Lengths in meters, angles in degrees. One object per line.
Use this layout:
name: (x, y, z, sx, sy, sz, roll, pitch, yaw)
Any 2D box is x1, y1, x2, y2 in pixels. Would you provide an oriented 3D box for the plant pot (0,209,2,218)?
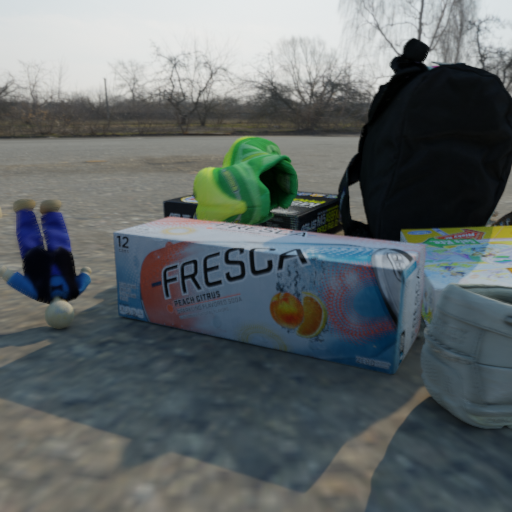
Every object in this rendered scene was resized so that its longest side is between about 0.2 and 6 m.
plant pot: (-5.860, -1.186, 11.176, 1.367, 0.918, 1.367, 1, 15, 0)

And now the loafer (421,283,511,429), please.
loafer: (2.685, 0.542, 4.198, 3.009, 1.050, 1.052, -5, 17, -17)

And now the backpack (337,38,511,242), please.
backpack: (2.728, -1.589, 9.058, 2.315, 3.052, 3.658, 17, 18, 2)

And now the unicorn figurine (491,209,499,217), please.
unicorn figurine: (4.480, -1.005, 11.527, 0.914, 0.492, 1.331, 6, 27, -17)

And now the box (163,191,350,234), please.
box: (0.045, -0.771, 10.141, 2.703, 0.598, 2.165, 9, 17, 31)

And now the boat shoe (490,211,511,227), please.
boat shoe: (3.601, -0.310, 7.693, 0.644, 0.643, 1.780, -27, -16, -6)

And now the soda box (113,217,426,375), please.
soda box: (0.052, 0.259, 5.530, 2.982, 0.948, 1.020, 7, 16, 26)

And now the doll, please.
doll: (-2.180, 0.096, 5.795, 0.969, 1.421, 0.344, -3, -25, -41)

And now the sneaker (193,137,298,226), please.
sneaker: (0.029, -1.020, 8.216, 1.249, 1.107, 2.989, 4, 25, 12)

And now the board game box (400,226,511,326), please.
board game box: (3.334, 0.182, 6.027, 3.206, 0.549, 2.156, -2, 17, 6)
